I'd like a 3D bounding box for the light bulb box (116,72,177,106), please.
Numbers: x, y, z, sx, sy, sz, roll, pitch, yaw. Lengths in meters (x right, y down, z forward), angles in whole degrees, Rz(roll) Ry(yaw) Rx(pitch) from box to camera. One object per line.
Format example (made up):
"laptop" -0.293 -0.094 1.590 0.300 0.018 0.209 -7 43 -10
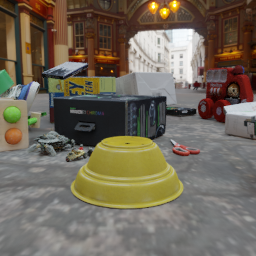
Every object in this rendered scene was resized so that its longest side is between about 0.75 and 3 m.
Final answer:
"light bulb box" 0.610 -1.931 15.559 2.887 1.818 2.913 -8 1 -40

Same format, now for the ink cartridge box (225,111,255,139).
"ink cartridge box" 4.115 -0.080 8.678 1.253 0.723 1.716 -6 11 -33

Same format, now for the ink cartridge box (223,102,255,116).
"ink cartridge box" 4.641 -0.561 10.972 1.468 0.347 1.175 -8 31 6

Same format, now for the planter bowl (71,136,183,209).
"planter bowl" -0.011 0.564 4.530 1.816 0.756 1.816 1 9 0

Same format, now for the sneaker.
"sneaker" -4.335 -1.076 9.856 1.823 1.003 2.490 27 -41 -21

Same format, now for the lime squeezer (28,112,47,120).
"lime squeezer" -4.144 -0.083 9.128 1.035 0.553 2.931 5 13 36

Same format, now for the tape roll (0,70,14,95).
"tape roll" -5.289 -1.176 9.917 2.490 0.599 2.490 -24 24 12

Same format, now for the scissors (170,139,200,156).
"scissors" 1.233 0.456 7.220 0.612 0.116 1.672 -5 12 -17

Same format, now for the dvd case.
"dvd case" -2.181 -2.021 9.794 1.010 0.166 1.344 12 34 28

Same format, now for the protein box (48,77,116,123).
"protein box" -2.078 -1.385 13.044 2.833 1.925 2.854 -1 9 -8

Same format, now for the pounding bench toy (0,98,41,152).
"pounding bench toy" -3.089 -0.149 7.448 2.005 1.246 1.564 -6 11 -35

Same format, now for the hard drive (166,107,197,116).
"hard drive" 2.544 -0.902 15.063 1.323 0.358 1.894 -7 11 -36

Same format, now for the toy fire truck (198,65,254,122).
"toy fire truck" 4.461 -1.569 12.686 1.609 2.409 2.869 -3 9 -20

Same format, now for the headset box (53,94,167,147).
"headset box" -0.484 -0.311 8.296 2.422 1.290 2.781 6 11 28

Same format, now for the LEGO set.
"LEGO set" -1.643 0.325 6.708 1.908 0.541 1.239 4 10 26
